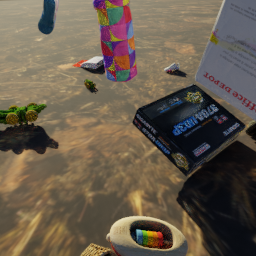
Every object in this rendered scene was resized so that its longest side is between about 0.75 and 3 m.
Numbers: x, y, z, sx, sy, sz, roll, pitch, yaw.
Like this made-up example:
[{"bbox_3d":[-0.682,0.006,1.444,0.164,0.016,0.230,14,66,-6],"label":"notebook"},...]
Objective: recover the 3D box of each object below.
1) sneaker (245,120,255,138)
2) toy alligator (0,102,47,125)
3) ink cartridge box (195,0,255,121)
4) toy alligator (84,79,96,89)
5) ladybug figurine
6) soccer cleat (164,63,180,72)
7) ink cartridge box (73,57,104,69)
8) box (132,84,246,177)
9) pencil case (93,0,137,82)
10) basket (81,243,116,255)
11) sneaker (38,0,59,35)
[{"bbox_3d":[3.821,-0.290,7.836,1.146,0.765,2.001,8,36,1],"label":"sneaker"},{"bbox_3d":[-3.391,-0.317,8.198,2.069,0.497,0.686,-10,33,-8],"label":"toy alligator"},{"bbox_3d":[2.412,-1.440,4.457,1.558,2.154,1.586,-25,55,-33],"label":"ink cartridge box"},{"bbox_3d":[-1.551,-1.787,10.966,0.326,0.237,0.985,-15,33,-25],"label":"toy alligator"},{"bbox_3d":[0.283,1.801,4.341,1.270,0.457,0.862,12,27,-7],"label":"ladybug figurine"},{"bbox_3d":[1.955,-2.722,12.484,0.798,0.345,0.279,-16,33,-24],"label":"soccer cleat"},{"bbox_3d":[-1.851,-3.151,13.282,1.284,0.366,1.043,14,33,16],"label":"ink cartridge box"},{"bbox_3d":[1.574,-0.090,7.079,2.372,0.546,1.886,-26,61,-37],"label":"box"},{"bbox_3d":[-0.298,-2.278,7.061,0.974,2.204,0.974,-6,34,4],"label":"pencil case"},{"bbox_3d":[-0.421,2.098,3.867,0.621,0.595,0.834,12,32,22],"label":"basket"},{"bbox_3d":[-1.855,-2.680,6.646,0.389,1.017,0.411,22,45,-14],"label":"sneaker"}]
